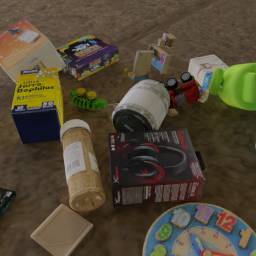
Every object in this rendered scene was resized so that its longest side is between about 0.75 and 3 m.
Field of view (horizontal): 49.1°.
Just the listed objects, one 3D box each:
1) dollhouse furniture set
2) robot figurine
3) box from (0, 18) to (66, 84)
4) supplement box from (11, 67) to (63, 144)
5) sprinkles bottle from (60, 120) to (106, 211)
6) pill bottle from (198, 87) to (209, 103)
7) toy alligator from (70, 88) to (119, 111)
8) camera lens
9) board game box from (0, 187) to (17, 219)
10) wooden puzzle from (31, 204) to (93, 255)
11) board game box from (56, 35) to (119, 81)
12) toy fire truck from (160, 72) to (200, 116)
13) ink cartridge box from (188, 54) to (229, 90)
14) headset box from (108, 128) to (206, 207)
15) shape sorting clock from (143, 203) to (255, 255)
[{"bbox_3d":[0.768,-3.376,12.658,2.051,1.936,1.338,-13,43,-30],"label":"dollhouse furniture set"},{"bbox_3d":[4.395,-1.567,10.537,2.514,1.657,2.865,-2,10,-1],"label":"robot figurine"},{"bbox_3d":[-4.512,-3.200,12.313,2.156,1.506,2.831,-41,53,-9],"label":"box"},{"bbox_3d":[-3.226,-0.895,10.315,1.451,1.460,2.666,-7,43,-8],"label":"supplement box"},{"bbox_3d":[-1.454,1.032,8.569,1.012,1.012,2.965,-10,44,-11],"label":"sprinkles bottle"},{"bbox_3d":[2.805,-1.462,11.618,0.968,0.542,0.542,25,48,25],"label":"pill bottle"},{"bbox_3d":[-1.392,-0.955,10.932,2.399,0.711,0.651,19,48,20],"label":"toy alligator"},{"bbox_3d":[0.484,-0.572,9.853,1.609,1.609,2.012,17,45,17],"label":"camera lens"},{"bbox_3d":[-4.041,2.343,7.730,1.126,0.234,1.665,11,44,12],"label":"board game box"},{"bbox_3d":[-1.720,2.721,7.358,1.259,0.234,1.164,22,47,28],"label":"wooden puzzle"},{"bbox_3d":[-2.142,-3.525,13.696,2.202,0.755,2.664,31,51,31],"label":"board game box"},{"bbox_3d":[1.941,-1.088,10.654,1.596,1.167,1.813,-20,57,18],"label":"toy fire truck"},{"bbox_3d":[3.709,-2.506,12.587,1.280,0.750,1.772,-14,43,-14],"label":"ink cartridge box"},{"bbox_3d":[0.865,1.107,8.445,2.830,1.062,2.104,-3,43,-3],"label":"headset box"},{"bbox_3d":[1.834,3.105,6.649,2.969,0.582,2.969,0,43,0],"label":"shape sorting clock"}]
